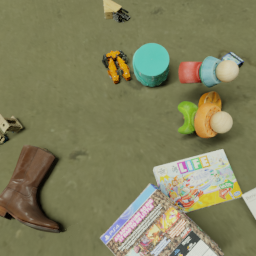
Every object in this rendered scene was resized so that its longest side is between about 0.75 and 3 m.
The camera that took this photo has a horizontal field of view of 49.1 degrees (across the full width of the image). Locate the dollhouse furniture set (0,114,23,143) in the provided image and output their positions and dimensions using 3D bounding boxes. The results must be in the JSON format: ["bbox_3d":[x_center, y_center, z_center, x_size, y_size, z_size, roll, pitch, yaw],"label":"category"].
[{"bbox_3d":[-4.543,0.066,10.281,0.954,0.673,0.669,-48,71,12],"label":"dollhouse furniture set"}]

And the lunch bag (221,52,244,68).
[{"bbox_3d":[4.303,-2.751,11.545,0.802,0.511,0.682,-35,69,-26],"label":"lunch bag"}]

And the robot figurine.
[{"bbox_3d":[-0.465,-2.537,11.467,1.057,0.424,1.457,-16,67,-7],"label":"robot figurine"}]

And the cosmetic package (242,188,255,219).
[{"bbox_3d":[4.816,2.820,8.378,1.457,1.048,2.582,-40,66,27],"label":"cosmetic package"}]

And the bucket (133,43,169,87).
[{"bbox_3d":[0.900,-2.452,10.796,1.529,0.995,1.529,-1,80,4],"label":"bucket"}]

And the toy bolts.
[{"bbox_3d":[2.929,-1.076,9.243,2.436,1.769,2.550,-16,107,-38],"label":"toy bolts"}]

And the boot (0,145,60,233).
[{"bbox_3d":[-2.896,1.895,9.314,2.461,0.848,2.641,19,63,6],"label":"boot"}]

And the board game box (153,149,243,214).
[{"bbox_3d":[2.311,1.851,9.470,2.534,0.434,1.703,-14,67,-6],"label":"board game box"}]

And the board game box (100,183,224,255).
[{"bbox_3d":[0.952,3.292,8.083,2.656,1.286,2.117,43,88,17],"label":"board game box"}]

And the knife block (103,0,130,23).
[{"bbox_3d":[-0.519,-5.382,12.754,1.153,0.420,1.314,-6,65,-4],"label":"knife block"}]
